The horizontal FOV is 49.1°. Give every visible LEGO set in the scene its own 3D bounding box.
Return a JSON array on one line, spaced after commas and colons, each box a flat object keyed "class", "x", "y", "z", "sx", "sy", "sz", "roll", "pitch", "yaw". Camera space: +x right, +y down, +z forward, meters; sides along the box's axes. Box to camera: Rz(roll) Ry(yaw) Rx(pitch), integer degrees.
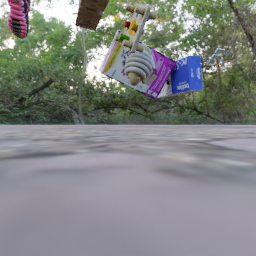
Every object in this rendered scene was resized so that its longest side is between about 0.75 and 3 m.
[{"class": "LEGO set", "x": 3.759, "y": -2.728, "z": 11.115, "sx": 0.996, "sy": 0.244, "sz": 0.744, "roll": 4, "pitch": -41, "yaw": -25}]

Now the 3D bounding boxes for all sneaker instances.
[{"class": "sneaker", "x": -3.272, "y": -3.666, "z": 8.681, "sx": 0.723, "sy": 1.830, "sz": 0.873, "roll": 23, "pitch": 47, "yaw": 5}]

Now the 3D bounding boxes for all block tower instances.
[{"class": "block tower", "x": -1.068, "y": -3.947, "z": 8.583, "sx": 0.786, "sy": 0.841, "sz": 2.909, "roll": 10, "pitch": -5, "yaw": -16}]

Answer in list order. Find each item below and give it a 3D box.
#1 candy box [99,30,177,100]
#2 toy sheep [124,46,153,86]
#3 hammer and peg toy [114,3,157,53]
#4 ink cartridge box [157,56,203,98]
[{"class": "candy box", "x": 0.364, "y": -2.319, "z": 10.489, "sx": 2.445, "sy": 1.667, "sz": 0.746, "roll": 22, "pitch": 15, "yaw": -23}, {"class": "toy sheep", "x": 0.331, "y": -1.846, "z": 8.298, "sx": 0.903, "sy": 1.310, "sz": 0.903, "roll": 13, "pitch": -17, "yaw": 4}, {"class": "hammer and peg toy", "x": 0.099, "y": -2.718, "z": 7.395, "sx": 0.579, "sy": 1.208, "sz": 1.642, "roll": 13, "pitch": 22, "yaw": -23}, {"class": "ink cartridge box", "x": 1.900, "y": -1.975, "z": 11.331, "sx": 0.602, "sy": 1.280, "sz": 2.722, "roll": -5, "pitch": 2, "yaw": -24}]
